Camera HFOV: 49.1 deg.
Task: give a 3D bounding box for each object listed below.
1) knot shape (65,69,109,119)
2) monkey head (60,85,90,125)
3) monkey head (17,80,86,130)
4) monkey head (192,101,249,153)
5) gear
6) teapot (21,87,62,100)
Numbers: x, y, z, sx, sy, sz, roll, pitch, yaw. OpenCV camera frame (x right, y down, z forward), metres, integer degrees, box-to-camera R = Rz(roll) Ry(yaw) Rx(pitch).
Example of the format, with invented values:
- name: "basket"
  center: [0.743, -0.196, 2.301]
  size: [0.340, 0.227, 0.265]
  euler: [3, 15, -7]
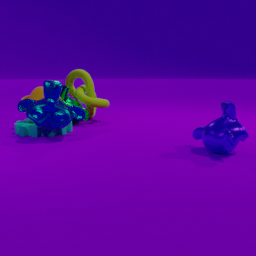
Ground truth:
- name: "knot shape"
  center: [-1.333, -1.051, 9.533]
  size: [0.834, 1.804, 1.688]
  euler: [-37, 36, -12]
- name: "monkey head"
  center: [-1.851, -0.721, 8.998]
  size: [0.988, 1.179, 1.639]
  euler: [10, 9, -38]
- name: "monkey head"
  center: [-1.861, -0.552, 6.837]
  size: [1.713, 1.233, 1.032]
  euler: [8, 10, -11]
- name: "monkey head"
  center: [1.904, 0.003, 5.750]
  size: [0.838, 1.000, 1.390]
  euler: [-16, 9, -17]
- name: "gear"
  center: [-2.361, -0.046, 7.916]
  size: [1.530, 0.283, 1.530]
  euler: [0, 11, 0]
- name: "teapot"
  center: [-2.302, -0.561, 7.795]
  size: [1.715, 1.066, 0.840]
  euler: [23, 53, 23]
